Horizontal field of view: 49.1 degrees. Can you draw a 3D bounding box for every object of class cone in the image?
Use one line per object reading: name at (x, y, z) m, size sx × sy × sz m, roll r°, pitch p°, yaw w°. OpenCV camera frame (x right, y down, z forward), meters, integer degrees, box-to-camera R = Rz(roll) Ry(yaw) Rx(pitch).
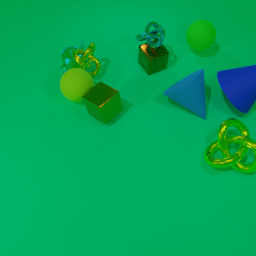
cone at (2.126, -0.869, 8.957) m, size 1.454 × 1.454 × 1.459 m, roll -37°, pitch 99°, yaw -20°
cone at (3.898, -1.550, 8.539) m, size 1.629 × 1.635 × 1.629 m, roll 28°, pitch 43°, yaw -30°

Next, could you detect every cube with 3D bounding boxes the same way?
cube at (-0.784, -0.786, 8.824) m, size 0.844 × 0.844 × 0.844 m, roll 32°, pitch 63°, yaw 32°
cube at (0.896, -2.533, 10.004) m, size 0.799 × 0.799 × 0.799 m, roll -24°, pitch 62°, yaw -14°

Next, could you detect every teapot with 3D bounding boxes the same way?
teapot at (-1.934, -2.488, 9.928) m, size 1.087 × 0.856 × 1.749 m, roll 20°, pitch 56°, yaw 10°

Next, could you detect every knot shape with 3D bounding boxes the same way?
knot shape at (-1.360, -2.414, 9.624) m, size 0.542 × 1.173 × 1.098 m, roll 6°, pitch 67°, yaw 34°
knot shape at (3.005, 0.453, 7.969) m, size 1.603 × 0.741 × 1.500 m, roll 4°, pitch 77°, yaw 21°
knot shape at (0.859, -3.111, 9.451) m, size 1.091 × 0.504 × 1.020 m, roll -33°, pitch 49°, yaw -12°

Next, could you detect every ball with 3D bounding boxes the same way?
ball at (2.651, -3.364, 10.161) m, size 1.056 × 1.056 × 1.056 m, roll 0°, pitch 59°, yaw 0°
ball at (-1.665, -1.404, 9.147) m, size 1.077 × 1.077 × 1.077 m, roll 0°, pitch 59°, yaw 0°
